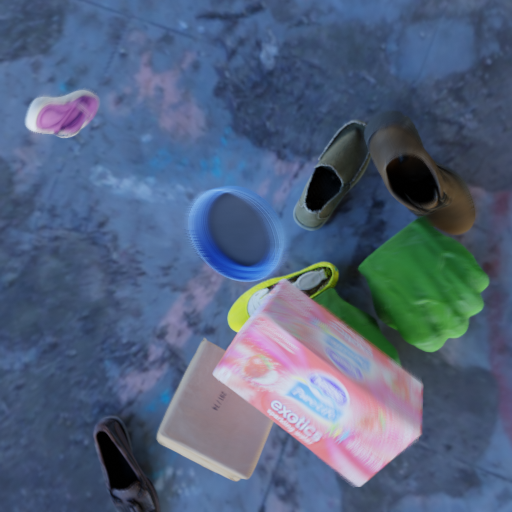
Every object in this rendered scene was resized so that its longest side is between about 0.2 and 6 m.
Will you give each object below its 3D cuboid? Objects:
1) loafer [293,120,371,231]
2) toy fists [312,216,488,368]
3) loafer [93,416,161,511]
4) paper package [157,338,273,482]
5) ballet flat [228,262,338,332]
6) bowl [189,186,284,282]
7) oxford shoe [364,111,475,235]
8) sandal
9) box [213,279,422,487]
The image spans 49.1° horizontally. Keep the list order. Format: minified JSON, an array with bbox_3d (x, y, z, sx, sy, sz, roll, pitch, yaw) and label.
[{"bbox_3d":[1.541,-1.566,10.583,0.896,0.830,2.382,28,83,4],"label":"loafer"},{"bbox_3d":[2.224,1.187,9.980,3.944,1.356,2.011,-37,76,-2],"label":"toy fists"},{"bbox_3d":[-2.376,3.958,9.921,0.793,0.695,2.206,-25,83,-3],"label":"loafer"},{"bbox_3d":[-0.570,2.584,9.347,1.669,0.906,1.751,27,62,0],"label":"paper package"},{"bbox_3d":[0.489,0.714,10.320,2.273,0.762,0.759,-26,83,-3],"label":"ballet flat"},{"bbox_3d":[-0.278,-0.329,8.099,1.476,1.476,0.290,38,40,5],"label":"bowl"},{"bbox_3d":[2.939,-1.076,9.793,1.101,3.029,1.279,-34,39,30],"label":"oxford shoe"},{"bbox_3d":[-3.103,-2.290,9.357,0.467,1.900,0.773,29,116,5],"label":"sandal"},{"bbox_3d":[0.984,1.872,8.511,2.800,1.325,1.437,38,116,0],"label":"box"}]
